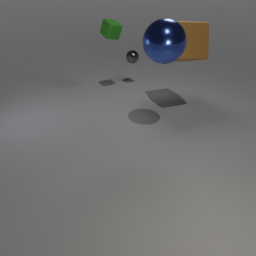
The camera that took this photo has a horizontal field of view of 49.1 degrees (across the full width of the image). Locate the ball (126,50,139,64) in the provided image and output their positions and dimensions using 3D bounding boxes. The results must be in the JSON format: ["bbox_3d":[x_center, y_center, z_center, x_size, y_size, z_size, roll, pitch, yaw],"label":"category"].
[{"bbox_3d":[0.232,-3.769,14.854,0.700,0.700,0.700,0,29,0],"label":"ball"}]

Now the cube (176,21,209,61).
[{"bbox_3d":[2.260,-3.441,11.298,1.400,1.400,1.400,-7,12,-22],"label":"cube"}]

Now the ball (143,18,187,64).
[{"bbox_3d":[1.165,-2.762,8.962,1.400,1.400,1.400,0,29,0],"label":"ball"}]

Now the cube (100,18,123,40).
[{"bbox_3d":[-0.783,-4.577,12.978,0.700,0.700,0.700,-7,44,-36],"label":"cube"}]
